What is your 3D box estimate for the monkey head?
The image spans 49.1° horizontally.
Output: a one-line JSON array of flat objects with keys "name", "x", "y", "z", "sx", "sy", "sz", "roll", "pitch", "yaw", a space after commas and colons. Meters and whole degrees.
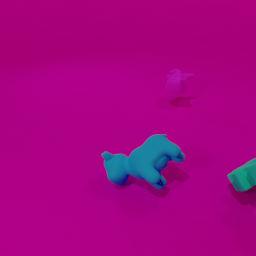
[{"name": "monkey head", "x": 1.574, "y": -1.326, "z": 8.390, "sx": 0.888, "sy": 1.235, "sz": 0.744, "roll": -2, "pitch": 67, "yaw": -12}]

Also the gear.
[{"name": "gear", "x": 2.599, "y": 0.546, "z": 4.854, "sx": 1.726, "sy": 1.726, "sz": 0.319, "roll": -20, "pitch": 73, "yaw": -31}]

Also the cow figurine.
[{"name": "cow figurine", "x": 0.220, "y": 0.589, "z": 5.309, "sx": 1.314, "sy": 0.733, "sz": 1.335, "roll": 34, "pitch": 82, "yaw": 34}]
